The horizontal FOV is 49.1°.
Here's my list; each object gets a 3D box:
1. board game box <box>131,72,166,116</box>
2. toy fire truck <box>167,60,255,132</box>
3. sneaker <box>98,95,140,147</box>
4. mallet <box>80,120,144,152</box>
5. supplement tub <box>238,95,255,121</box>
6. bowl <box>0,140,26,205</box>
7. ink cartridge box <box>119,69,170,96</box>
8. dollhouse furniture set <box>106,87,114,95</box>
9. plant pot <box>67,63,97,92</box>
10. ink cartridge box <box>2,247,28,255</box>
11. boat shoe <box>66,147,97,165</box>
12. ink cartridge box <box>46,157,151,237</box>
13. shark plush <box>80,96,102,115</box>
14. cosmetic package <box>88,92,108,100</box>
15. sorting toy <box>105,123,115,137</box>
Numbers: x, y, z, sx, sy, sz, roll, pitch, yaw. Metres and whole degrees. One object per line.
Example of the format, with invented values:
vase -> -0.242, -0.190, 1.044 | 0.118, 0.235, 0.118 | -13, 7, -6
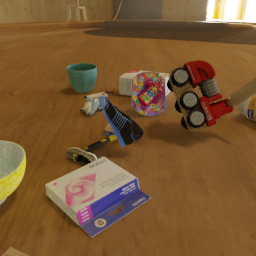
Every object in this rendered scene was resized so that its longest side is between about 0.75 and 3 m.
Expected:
board game box -> 0.934, -1.517, 11.976 | 1.545, 1.955, 0.381 | 0, -8, -10
toy fire truck -> 3.087, -1.392, 10.071 | 2.745, 2.417, 1.766 | -20, -4, -2
sneaker -> -0.285, -0.307, 9.075 | 0.724, 1.858, 0.652 | -28, 17, 1
mallet -> -0.642, 0.294, 9.957 | 2.425, 0.499, 0.799 | -17, 50, -23
supplement tub -> 5.555, -0.842, 11.325 | 1.316, 1.316, 1.822 | -18, 32, -32
bowl -> -3.656, 1.352, 7.142 | 2.213, 1.191, 2.213 | -1, 27, 1
ink cartridge box -> 0.925, -2.291, 14.562 | 2.307, 0.955, 1.681 | 11, 29, 21
dollhouse furniture set -> -0.908, -2.017, 14.732 | 0.426, 0.322, 0.791 | 2, 27, 4
plant pot -> -2.408, -2.641, 14.922 | 1.573, 1.262, 1.573 | 0, 26, 0
ink cartridge box -> -2.141, 2.773, 5.294 | 0.890, 0.334, 0.733 | 12, 28, 22
boat shoe -> -1.539, 0.903, 8.920 | 1.078, 0.385, 0.322 | 14, 25, 18
ink cartridge box -> -0.786, 1.653, 7.410 | 2.009, 0.443, 2.046 | -23, 33, -38
shark plush -> -1.444, -0.929, 12.703 | 0.725, 0.791, 1.740 | 36, 18, 20
cosmetic package -> -1.525, -1.545, 13.894 | 0.961, 0.243, 0.396 | -19, 32, -32
sorting toy -> -0.346, 0.028, 10.835 | 0.919, 0.222, 1.632 | 13, 32, 11
